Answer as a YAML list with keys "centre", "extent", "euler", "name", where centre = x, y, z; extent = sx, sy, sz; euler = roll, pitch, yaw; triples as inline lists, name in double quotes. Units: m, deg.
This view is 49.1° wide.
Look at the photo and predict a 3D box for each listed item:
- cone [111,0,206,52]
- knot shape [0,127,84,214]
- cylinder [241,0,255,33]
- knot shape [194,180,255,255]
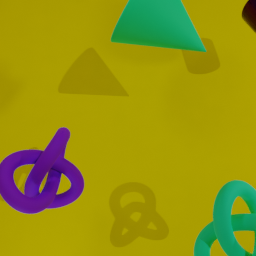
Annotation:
- centre: [0.789, -1.867, 5.195]
  extent: [1.628, 1.622, 1.622]
  euler: [32, 80, -6]
  name: "cone"
- centre: [-1.375, 0.697, 4.914]
  extent: [0.750, 1.623, 1.518]
  euler: [13, 77, 32]
  name: "knot shape"
- centre: [3.161, -2.505, 6.245]
  extent: [0.873, 0.873, 0.873]
  euler: [-23, 62, -5]
  name: "cylinder"
- centre: [1.722, 1.783, 4.286]
  extent: [1.557, 0.769, 1.664]
  euler: [-41, 80, 0]
  name: "knot shape"
